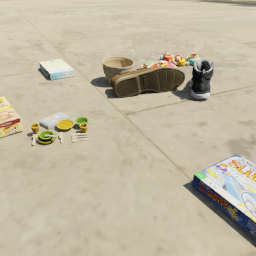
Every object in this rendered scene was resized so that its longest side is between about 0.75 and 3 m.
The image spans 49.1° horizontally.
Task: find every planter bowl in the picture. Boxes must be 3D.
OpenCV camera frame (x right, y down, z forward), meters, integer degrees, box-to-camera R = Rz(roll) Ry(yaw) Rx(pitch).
[{"bbox_3d":[-0.425,-2.360,11.778,1.333,0.897,1.333,2,33,-1],"label":"planter bowl"}]

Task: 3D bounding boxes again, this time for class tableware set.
[{"bbox_3d":[-1.990,0.006,8.277,1.699,0.261,1.145,-5,37,-10],"label":"tableware set"}]

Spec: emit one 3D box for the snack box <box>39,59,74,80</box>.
[{"bbox_3d":[-3.333,-2.745,12.995,1.090,0.348,1.876,-16,34,-25],"label":"snack box"}]

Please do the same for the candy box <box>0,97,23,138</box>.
[{"bbox_3d":[-4.116,-0.334,8.731,1.070,0.513,1.853,-20,36,-29],"label":"candy box"}]

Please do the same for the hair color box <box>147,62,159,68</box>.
[{"bbox_3d":[0.994,-2.652,12.457,0.756,0.231,0.384,-37,21,-24],"label":"hair color box"}]

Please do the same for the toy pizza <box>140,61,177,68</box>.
[{"bbox_3d":[1.449,-2.913,13.287,1.768,0.280,1.768,-1,32,1],"label":"toy pizza"}]

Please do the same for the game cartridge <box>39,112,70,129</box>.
[{"bbox_3d":[-2.316,-0.241,8.942,0.567,0.177,0.852,20,35,36],"label":"game cartridge"}]

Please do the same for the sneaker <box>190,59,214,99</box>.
[{"bbox_3d":[2.916,-2.103,10.955,0.870,1.312,2.305,6,31,9],"label":"sneaker"}]

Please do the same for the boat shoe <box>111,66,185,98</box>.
[{"bbox_3d":[0.760,-1.985,11.014,2.926,1.053,0.995,-8,32,-14],"label":"boat shoe"}]

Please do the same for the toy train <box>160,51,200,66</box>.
[{"bbox_3d":[2.750,-3.654,14.314,2.100,0.584,1.577,0,31,1],"label":"toy train"}]

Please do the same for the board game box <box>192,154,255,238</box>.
[{"bbox_3d":[2.641,1.434,5.870,1.466,0.373,2.165,-18,35,-28],"label":"board game box"}]
